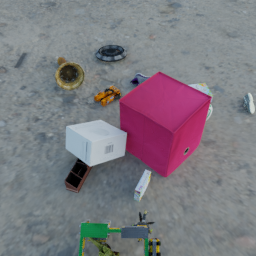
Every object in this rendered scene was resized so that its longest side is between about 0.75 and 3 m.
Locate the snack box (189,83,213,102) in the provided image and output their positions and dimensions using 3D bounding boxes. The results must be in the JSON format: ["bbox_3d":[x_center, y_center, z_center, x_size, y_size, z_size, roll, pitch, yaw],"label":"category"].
[{"bbox_3d":[2.721,-1.413,11.638,1.321,0.350,0.940,-7,47,-6],"label":"snack box"}]

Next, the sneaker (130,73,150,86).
[{"bbox_3d":[0.764,-1.928,12.119,1.361,0.506,0.596,23,60,34],"label":"sneaker"}]

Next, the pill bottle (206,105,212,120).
[{"bbox_3d":[2.304,-0.843,10.312,1.462,0.827,0.827,28,43,-21],"label":"pill bottle"}]

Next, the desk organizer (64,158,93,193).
[{"bbox_3d":[-1.534,1.398,8.877,0.432,0.464,1.206,14,48,13],"label":"desk organizer"}]

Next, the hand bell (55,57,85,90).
[{"bbox_3d":[-2.843,-2.766,12.651,1.254,1.254,2.409,-16,36,-15],"label":"hand bell"}]

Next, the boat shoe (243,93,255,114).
[{"bbox_3d":[4.859,-0.955,11.305,0.324,0.381,1.047,-25,40,39],"label":"boat shoe"}]

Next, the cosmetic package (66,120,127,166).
[{"bbox_3d":[-1.035,0.426,8.992,1.397,0.861,1.401,-13,29,-41],"label":"cosmetic package"}]

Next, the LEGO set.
[{"bbox_3d":[-0.330,3.054,7.070,2.242,1.299,1.724,-6,76,-1],"label":"LEGO set"}]

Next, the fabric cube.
[{"bbox_3d":[1.158,-0.157,9.217,2.150,2.143,2.109,34,54,28],"label":"fabric cube"}]

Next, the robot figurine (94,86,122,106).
[{"bbox_3d":[-0.797,-1.359,11.601,0.836,0.336,1.153,35,55,27],"label":"robot figurine"}]

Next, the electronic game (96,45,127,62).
[{"bbox_3d":[-0.817,-3.679,13.816,1.562,0.325,1.562,-1,41,1],"label":"electronic game"}]

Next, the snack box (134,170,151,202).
[{"bbox_3d":[0.440,1.740,8.473,0.214,0.575,0.808,20,49,17],"label":"snack box"}]
